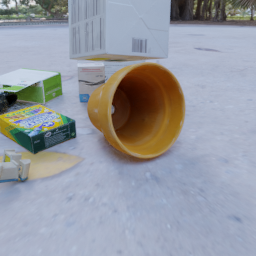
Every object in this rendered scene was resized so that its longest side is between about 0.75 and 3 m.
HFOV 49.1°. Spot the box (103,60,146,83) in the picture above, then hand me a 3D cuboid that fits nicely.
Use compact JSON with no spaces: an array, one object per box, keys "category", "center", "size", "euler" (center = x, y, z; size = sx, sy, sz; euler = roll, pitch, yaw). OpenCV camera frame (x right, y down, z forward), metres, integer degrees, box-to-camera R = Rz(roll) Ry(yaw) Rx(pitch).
[{"category":"box","center":[-0.657,-3.645,12.887],"size":[2.976,2.991,1.955],"euler":[0,27,2]}]

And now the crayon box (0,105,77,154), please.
[{"category":"crayon box","center":[-2.723,-0.092,8.077],"size":[2.213,0.571,1.391],"euler":[20,32,38]}]

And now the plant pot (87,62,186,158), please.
[{"category":"plant pot","center":[-0.009,-0.484,7.347],"size":[2.237,2.237,2.048],"euler":[-16,13,-30]}]

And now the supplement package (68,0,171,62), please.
[{"category":"supplement package","center":[-0.347,-2.869,7.831],"size":[1.902,1.888,2.506],"euler":[-5,12,-31]}]

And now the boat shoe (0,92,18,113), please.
[{"category":"boat shoe","center":[-4.408,-0.865,9.660],"size":[0.561,0.680,1.981],"euler":[0,23,-1]}]

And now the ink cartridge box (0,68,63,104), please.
[{"category":"ink cartridge box","center":[-3.989,-1.432,10.516],"size":[1.908,0.978,2.581],"euler":[10,28,19]}]

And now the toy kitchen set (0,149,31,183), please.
[{"category":"toy kitchen set","center":[-2.848,0.944,5.958],"size":[0.990,0.728,1.236],"euler":[22,12,40]}]

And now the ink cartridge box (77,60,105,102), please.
[{"category":"ink cartridge box","center":[-1.388,-1.898,10.585],"size":[1.010,1.741,0.591],"euler":[-4,25,-9]}]
